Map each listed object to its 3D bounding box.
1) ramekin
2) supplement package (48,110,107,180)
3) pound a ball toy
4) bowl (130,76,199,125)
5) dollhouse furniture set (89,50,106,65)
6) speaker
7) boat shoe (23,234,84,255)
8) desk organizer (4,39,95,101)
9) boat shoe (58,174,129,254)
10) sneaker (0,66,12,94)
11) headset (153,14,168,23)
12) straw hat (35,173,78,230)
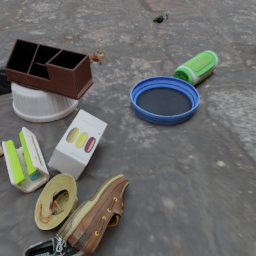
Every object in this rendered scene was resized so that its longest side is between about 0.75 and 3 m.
[{"bbox_3d":[-2.781,-1.269,9.298,2.229,1.038,2.229,0,41,0],"label":"ramekin"},{"bbox_3d":[-1.278,0.418,7.278,0.864,0.832,1.519,29,44,-7],"label":"supplement package"},{"bbox_3d":[-2.823,0.866,7.255,1.196,0.779,1.833,-36,48,-1],"label":"pound a ball toy"},{"bbox_3d":[1.213,-0.945,9.370,2.261,0.444,2.261,0,43,0],"label":"bowl"},{"bbox_3d":[-1.280,-2.960,11.827,0.783,0.404,0.775,-28,37,-28],"label":"dollhouse furniture set"},{"bbox_3d":[2.580,-2.214,10.528,0.895,0.895,2.024,31,50,30],"label":"speaker"},{"bbox_3d":[-1.385,2.370,5.610,1.343,0.459,0.496,-10,42,-11],"label":"boat shoe"},{"bbox_3d":[-2.395,-1.762,8.258,2.623,1.010,0.941,17,49,17],"label":"desk organizer"},{"bbox_3d":[-0.503,1.742,5.889,0.777,0.828,2.299,39,27,9],"label":"boat shoe"},{"bbox_3d":[-4.203,-1.963,10.367,2.464,0.936,1.118,-16,34,-27],"label":"sneaker"},{"bbox_3d":[1.745,-5.916,15.086,0.848,0.399,0.524,10,42,28],"label":"headset"},{"bbox_3d":[-1.450,1.698,6.272,1.278,0.541,1.278,-22,49,28],"label":"straw hat"}]
